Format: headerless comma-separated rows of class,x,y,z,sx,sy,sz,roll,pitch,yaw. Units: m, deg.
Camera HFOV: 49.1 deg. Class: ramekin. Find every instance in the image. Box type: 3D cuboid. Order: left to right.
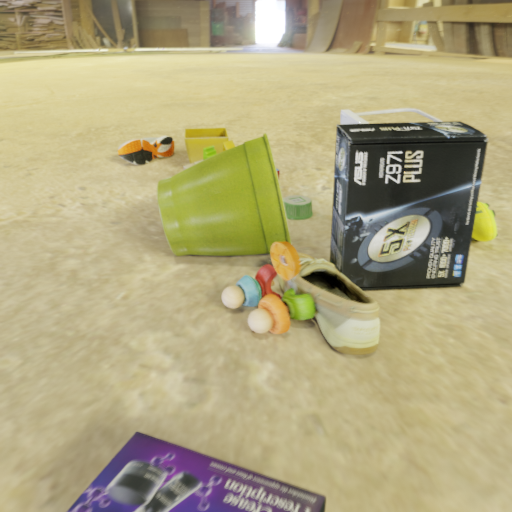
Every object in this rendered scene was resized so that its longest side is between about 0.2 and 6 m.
ramekin,0.953,-1.141,13.092,0.763,0.373,0.763,0,26,0

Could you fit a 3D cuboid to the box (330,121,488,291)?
box,2.514,-0.860,9.741,2.243,2.739,1.180,-1,26,-3

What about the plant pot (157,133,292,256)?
plant pot,-0.650,-0.968,10.913,2.276,2.364,2.364,-12,26,2

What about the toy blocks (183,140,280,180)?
toy blocks,-0.583,-1.900,14.021,2.459,1.229,1.681,-25,45,-33

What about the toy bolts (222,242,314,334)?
toy bolts,0.054,0.497,8.814,0.979,1.348,1.411,-19,15,-26

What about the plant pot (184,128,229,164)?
plant pot,-1.429,-3.036,16.239,1.232,1.087,1.232,-3,26,-5

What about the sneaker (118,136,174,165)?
sneaker,-3.523,-3.248,17.237,0.962,0.791,2.090,9,19,35

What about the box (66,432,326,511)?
box,-0.571,2.549,4.912,2.030,0.800,1.432,11,30,21

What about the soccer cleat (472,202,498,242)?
soccer cleat,4.238,-0.880,12.148,1.085,0.839,2.594,-13,26,-6

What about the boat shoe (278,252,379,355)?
boat shoe,1.130,0.500,8.976,1.004,0.866,2.753,-3,26,-16

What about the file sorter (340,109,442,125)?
file sorter,2.699,-1.561,11.273,1.601,2.571,1.784,-8,26,-6
